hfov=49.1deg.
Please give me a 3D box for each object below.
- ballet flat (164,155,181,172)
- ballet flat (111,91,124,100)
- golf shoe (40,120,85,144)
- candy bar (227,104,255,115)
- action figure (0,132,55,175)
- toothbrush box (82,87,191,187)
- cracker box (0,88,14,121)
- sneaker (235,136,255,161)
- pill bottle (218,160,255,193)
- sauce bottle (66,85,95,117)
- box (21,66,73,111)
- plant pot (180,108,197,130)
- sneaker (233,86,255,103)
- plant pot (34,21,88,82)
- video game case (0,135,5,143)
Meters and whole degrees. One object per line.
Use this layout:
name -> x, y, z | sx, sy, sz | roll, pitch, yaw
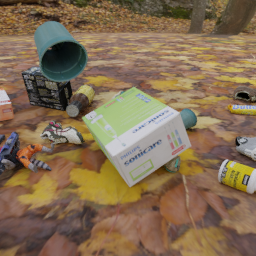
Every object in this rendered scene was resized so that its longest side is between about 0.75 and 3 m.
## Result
ballet flat -> 1.155, 0.602, 8.338 | 0.617, 0.685, 1.820 | 10, 20, -17
ballet flat -> -0.497, -1.248, 12.962 | 0.551, 0.596, 1.766 | -23, 13, 20
golf shoe -> -2.171, 0.309, 9.342 | 1.676, 0.647, 0.738 | 15, 49, 33
candy bar -> 5.654, -0.729, 11.885 | 2.813, 0.312, 0.701 | 6, 24, 11
action figure -> -3.055, 0.985, 7.718 | 1.675, 0.906, 1.732 | 2, 49, 21
toothbrush box -> 0.116, 0.078, 8.115 | 2.008, 1.187, 2.758 | -32, 30, -11
cracker box -> -5.948, -0.959, 11.849 | 1.712, 0.737, 2.556 | -13, 27, -27
sneaker -> 4.012, 0.386, 8.934 | 1.009, 0.656, 1.747 | 19, 31, 41
pill bottle -> 2.893, 1.247, 6.976 | 1.120, 0.624, 0.624 | 18, 29, 36
sauce bottle -> -2.075, -1.215, 12.323 | 0.842, 0.842, 2.601 | 2, 23, 5
box -> -3.551, -1.779, 12.507 | 1.976, 1.618, 0.851 | 10, 36, 24
plant pot -> 2.008, -0.239, 10.303 | 0.749, 0.765, 0.765 | -28, 35, -34
sneaker -> 6.129, -1.465, 13.284 | 2.197, 0.774, 0.830 | 11, 42, 34
plant pot -> -2.387, -2.668, 9.453 | 1.610, 1.610, 1.577 | -13, 52, -27
video game case -> -5.211, 0.540, 9.153 | 1.866, 0.177, 1.333 | 2, 24, 2
